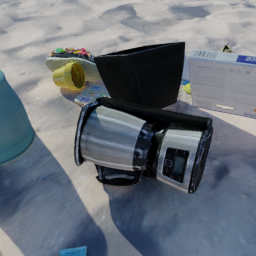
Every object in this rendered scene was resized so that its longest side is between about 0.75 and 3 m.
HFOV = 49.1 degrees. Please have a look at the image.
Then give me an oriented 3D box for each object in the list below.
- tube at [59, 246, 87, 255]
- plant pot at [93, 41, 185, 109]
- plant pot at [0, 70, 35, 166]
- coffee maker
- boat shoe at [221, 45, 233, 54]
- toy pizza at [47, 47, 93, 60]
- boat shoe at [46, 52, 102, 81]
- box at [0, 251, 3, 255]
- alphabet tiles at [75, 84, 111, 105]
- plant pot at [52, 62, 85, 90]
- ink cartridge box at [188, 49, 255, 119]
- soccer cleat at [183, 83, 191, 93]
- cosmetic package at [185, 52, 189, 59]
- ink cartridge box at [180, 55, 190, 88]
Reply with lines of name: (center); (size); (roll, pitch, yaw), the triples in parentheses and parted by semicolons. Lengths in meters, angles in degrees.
tube: (-0.992, 2.816, 5.155); (0.547, 0.356, 1.412); (0, 32, -13)
plant pot: (0.473, -1.585, 9.050); (2.171, 1.931, 2.176); (-22, 20, -29)
plant pot: (-4.016, -0.430, 7.849); (2.299, 2.161, 2.299); (0, 38, 0)
coffee maker: (0.578, 0.187, 7.187); (2.983, 2.009, 2.865); (14, 39, 16)
boat shoe: (4.330, -3.050, 12.344); (0.776, 0.825, 2.167); (4, 38, 5)
toy pizza: (-2.750, -3.490, 13.315); (2.143, 0.339, 2.143); (0, 38, 0)
boat shoe: (-2.052, -2.688, 11.703); (2.845, 1.063, 0.943); (10, 50, 27)
box: (-3.107, 2.144, 4.817); (0.957, 1.756, 1.123); (10, 39, 13)
alphabet tiles: (-0.662, -1.132, 10.339); (2.302, 0.172, 2.354); (14, 39, 16)
plant pot: (-2.337, -1.986, 10.894); (0.985, 1.047, 1.047); (-1, 35, 24)
ink cartridge box: (2.969, -1.273, 8.350); (2.249, 2.253, 0.457); (15, 62, 24)
soccer cleat: (2.312, -1.722, 10.908); (0.365, 0.472, 1.129); (-14, 40, -18)
cosmetic package: (2.510, -3.390, 13.190); (0.487, 0.344, 0.942); (-17, 40, -21)
ink cartridge box: (1.489, -1.839, 9.937); (0.596, 1.414, 1.023); (4, 69, -33)
